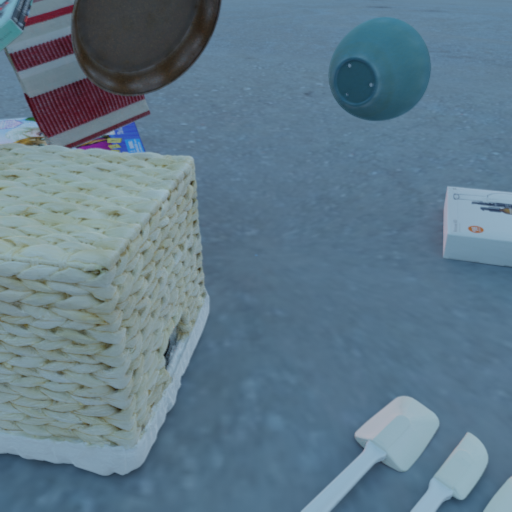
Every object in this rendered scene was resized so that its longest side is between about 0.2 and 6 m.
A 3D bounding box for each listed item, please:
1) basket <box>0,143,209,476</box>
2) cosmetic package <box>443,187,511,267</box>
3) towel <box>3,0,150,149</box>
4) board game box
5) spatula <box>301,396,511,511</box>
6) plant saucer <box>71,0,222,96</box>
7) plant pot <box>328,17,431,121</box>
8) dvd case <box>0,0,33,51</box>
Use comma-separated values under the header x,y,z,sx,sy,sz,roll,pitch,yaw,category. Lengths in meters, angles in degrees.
x,y,z,sx,sy,sz,roll,pitch,yaw,category
-2.007,0.296,5.607,2.670,2.147,2.646,7,30,8,basket
3.582,-0.476,8.562,1.348,0.462,1.789,6,31,15,cosmetic package
-2.867,-3.118,8.682,1.865,2.590,0.295,-32,29,-27,towel
-3.853,-2.055,11.045,3.123,0.644,3.131,-9,32,-15,board game box
1.204,2.126,4.440,1.696,0.196,2.439,32,43,34,spatula
-1.474,-3.227,7.486,2.301,2.301,0.369,-24,59,-35,plant saucer
1.745,-2.778,8.628,1.573,1.573,1.059,18,34,28,plant pot
-3.080,-2.427,6.259,1.371,0.207,1.878,-33,38,11,dvd case
